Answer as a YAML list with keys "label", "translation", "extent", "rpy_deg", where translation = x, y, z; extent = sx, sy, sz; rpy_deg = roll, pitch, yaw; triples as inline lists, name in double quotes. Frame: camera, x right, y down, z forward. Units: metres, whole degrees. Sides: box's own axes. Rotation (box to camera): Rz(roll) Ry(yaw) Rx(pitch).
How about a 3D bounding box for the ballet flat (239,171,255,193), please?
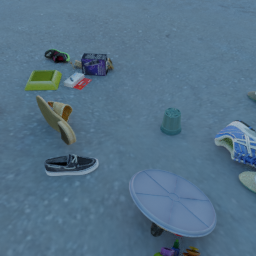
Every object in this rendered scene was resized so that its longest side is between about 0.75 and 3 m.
- label: "ballet flat"
  translation: [4.300, 1.745, 7.985]
  extent: [2.226, 0.694, 0.751]
  rpy_deg: [32, 49, 33]

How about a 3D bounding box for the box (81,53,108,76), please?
- label: "box"
  translation: [-1.618, -3.083, 13.615]
  extent: [1.204, 0.891, 0.628]
  rpy_deg: [3, 41, 5]

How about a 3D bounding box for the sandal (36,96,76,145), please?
- label: "sandal"
  translation: [-2.389, -0.427, 10.305]
  extent: [0.927, 1.033, 2.818]
  rpy_deg: [-25, 46, -26]

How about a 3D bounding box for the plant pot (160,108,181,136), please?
- label: "plant pot"
  translation: [1.612, -0.269, 10.325]
  extent: [0.805, 0.789, 0.805]
  rpy_deg: [0, 41, 0]

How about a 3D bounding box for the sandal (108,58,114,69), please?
- label: "sandal"
  translation: [-0.998, -3.194, 14.249]
  extent: [0.385, 0.429, 1.170]
  rpy_deg: [-31, 32, 12]

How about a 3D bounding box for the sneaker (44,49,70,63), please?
- label: "sneaker"
  translation: [-3.791, -3.759, 14.683]
  extent: [1.463, 0.562, 0.613]
  rpy_deg: [12, 37, 16]

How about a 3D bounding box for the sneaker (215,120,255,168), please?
- label: "sneaker"
  translation: [3.976, 0.873, 8.896]
  extent: [1.110, 1.091, 2.883]
  rpy_deg: [-24, 37, -14]

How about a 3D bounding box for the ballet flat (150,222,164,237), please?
- label: "ballet flat"
  translation: [0.943, 2.357, 7.314]
  extent: [0.419, 0.358, 1.260]
  rpy_deg: [39, 32, 6]

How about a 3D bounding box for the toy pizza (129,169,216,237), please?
- label: "toy pizza"
  translation: [1.148, 1.959, 7.429]
  extent: [2.445, 0.387, 2.445]
  rpy_deg: [18, 24, -8]

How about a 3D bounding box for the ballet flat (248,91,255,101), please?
- label: "ballet flat"
  translation: [5.816, -1.234, 11.640]
  extent: [0.611, 0.578, 1.813]
  rpy_deg: [-19, 43, -22]

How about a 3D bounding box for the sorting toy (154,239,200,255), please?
- label: "sorting toy"
  translation: [1.175, 2.897, 6.491]
  extent: [1.179, 0.708, 0.484]
  rpy_deg: [14, 80, -8]

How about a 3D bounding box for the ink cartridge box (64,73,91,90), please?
- label: "ink cartridge box"
  translation: [-2.327, -2.199, 13.070]
  extent: [0.902, 0.229, 1.024]
  rpy_deg: [16, 43, 20]

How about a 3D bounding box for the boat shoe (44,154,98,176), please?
- label: "boat shoe"
  translation: [-1.785, 1.098, 8.853]
  extent: [1.677, 0.569, 0.602]
  rpy_deg: [-4, 40, -5]

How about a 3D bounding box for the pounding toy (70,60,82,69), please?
- label: "pounding toy"
  translation: [-2.562, -3.197, 14.293]
  extent: [0.762, 0.437, 0.436]
  rpy_deg: [21, 15, 10]

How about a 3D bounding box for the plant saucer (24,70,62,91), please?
- label: "plant saucer"
  translation: [-3.959, -2.306, 13.090]
  extent: [1.503, 0.360, 1.506]
  rpy_deg: [-1, 39, -2]
